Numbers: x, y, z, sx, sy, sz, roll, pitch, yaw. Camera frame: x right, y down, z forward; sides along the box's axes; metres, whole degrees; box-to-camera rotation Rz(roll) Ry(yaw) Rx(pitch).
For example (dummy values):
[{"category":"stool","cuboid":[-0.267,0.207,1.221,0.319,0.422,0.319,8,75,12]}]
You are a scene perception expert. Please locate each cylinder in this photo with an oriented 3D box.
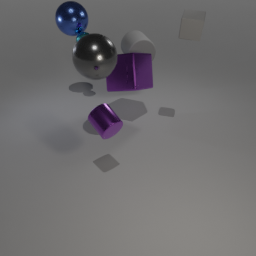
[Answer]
[{"category":"cylinder","cuboid":[-0.603,-0.176,7.491,0.700,0.700,0.700,-25,65,-36]},{"category":"cylinder","cuboid":[0.487,-3.954,13.932,1.400,1.400,1.400,-9,38,-15]}]

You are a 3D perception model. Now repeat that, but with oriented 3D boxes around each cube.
[{"category":"cube","cuboid":[0.054,-2.229,11.242,1.400,1.400,1.400,3,13,34]},{"category":"cube","cuboid":[2.062,-3.307,8.997,0.700,0.700,0.700,12,48,10]}]

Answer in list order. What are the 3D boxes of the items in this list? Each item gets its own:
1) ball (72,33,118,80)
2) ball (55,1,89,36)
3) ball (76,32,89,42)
[{"category":"ball","cuboid":[-1.015,-2.190,8.661,1.400,1.400,1.400,0,30,0]},{"category":"ball","cuboid":[-2.389,-4.652,11.947,1.400,1.400,1.400,0,30,0]},{"category":"ball","cuboid":[-1.855,-3.726,11.904,0.700,0.700,0.700,0,30,0]}]
